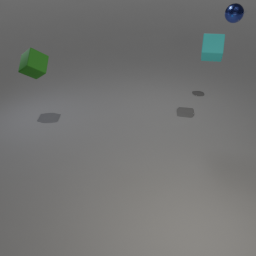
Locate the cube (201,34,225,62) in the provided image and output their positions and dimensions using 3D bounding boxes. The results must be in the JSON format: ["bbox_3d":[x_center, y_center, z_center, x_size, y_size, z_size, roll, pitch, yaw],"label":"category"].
[{"bbox_3d":[2.934,-2.776,9.710,0.700,0.700,0.700,7,-9,14],"label":"cube"}]

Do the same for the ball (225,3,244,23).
[{"bbox_3d":[4.070,-4.393,10.726,0.700,0.700,0.700,0,31,0],"label":"ball"}]

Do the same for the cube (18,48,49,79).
[{"bbox_3d":[-3.264,-2.214,9.688,0.700,0.700,0.700,-15,-25,43],"label":"cube"}]
